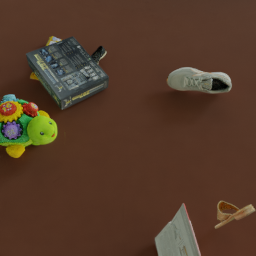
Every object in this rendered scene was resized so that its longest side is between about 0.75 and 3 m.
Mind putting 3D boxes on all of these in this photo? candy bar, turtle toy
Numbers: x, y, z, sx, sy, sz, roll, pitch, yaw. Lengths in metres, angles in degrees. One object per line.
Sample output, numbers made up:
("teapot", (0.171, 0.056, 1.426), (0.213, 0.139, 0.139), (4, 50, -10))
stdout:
("candy bar", (-3.030, -2.690, 10.647), (0.605, 0.269, 2.425), (14, 54, -6))
("turtle toy", (-3.113, -0.125, 8.144), (2.377, 1.201, 1.732), (22, 56, 11))

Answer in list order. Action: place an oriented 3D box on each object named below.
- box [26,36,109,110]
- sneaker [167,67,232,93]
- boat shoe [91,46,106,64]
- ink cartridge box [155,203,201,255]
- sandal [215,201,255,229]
("box", (-2.095, -1.977, 9.691), (1.890, 0.611, 2.396), (-30, 66, -25))
("sneaker", (2.356, -1.539, 9.216), (2.141, 0.810, 0.985), (3, 18, 7))
("boat shoe", (-1.231, -2.627, 10.463), (0.426, 0.378, 1.139), (32, 71, 24))
("ink cartridge box", (1.264, 2.958, 5.216), (0.556, 2.192, 2.488), (-2, 53, -14))
("sandal", (2.298, 1.864, 6.387), (0.549, 1.496, 0.492), (-22, 67, -21))
